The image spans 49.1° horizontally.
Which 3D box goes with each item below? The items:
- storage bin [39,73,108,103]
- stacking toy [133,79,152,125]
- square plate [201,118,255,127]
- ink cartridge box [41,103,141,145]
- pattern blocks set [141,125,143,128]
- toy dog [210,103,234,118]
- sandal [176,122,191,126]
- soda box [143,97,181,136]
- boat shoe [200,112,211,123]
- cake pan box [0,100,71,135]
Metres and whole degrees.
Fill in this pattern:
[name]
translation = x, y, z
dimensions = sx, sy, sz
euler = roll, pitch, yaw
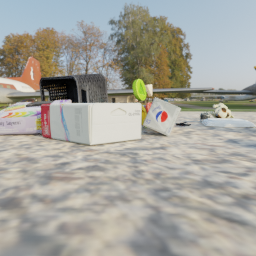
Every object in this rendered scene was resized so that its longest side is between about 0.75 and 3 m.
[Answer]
[storage bin]
translation = -2.183, -1.104, 11.120
dimensions = 1.353, 1.952, 2.887
euler = -14, 16, -42
[stacking toy]
translation = 0.434, -0.991, 11.821
dimensions = 0.879, 1.884, 2.081
euler = -10, -4, 27
[square plate]
translation = 4.330, -0.245, 12.291
dimensions = 2.001, 0.285, 1.982
euler = 1, 5, 9
[ink cartridge box]
translation = -1.025, -0.187, 7.534
dimensions = 1.706, 0.969, 2.341
euler = -5, 7, -43
[pattern blocks set]
translation = 0.278, -0.067, 11.197
dimensions = 1.123, 0.104, 1.277
euler = 1, 5, 14
[toy dog]
translation = 5.342, -0.798, 16.038
dimensions = 1.314, 0.946, 1.355
euler = 40, 20, 21
[sandal]
translation = 2.377, -0.189, 12.179
dimensions = 0.316, 0.178, 0.830
euler = -3, 6, -34
[soda box]
translation = 1.125, -0.431, 9.408
dimensions = 0.873, 0.939, 2.752
euler = 23, 7, 4
[boat shoe]
translation = 3.988, -0.577, 14.487
dimensions = 0.589, 0.545, 1.596
euler = 3, 6, 27
[cake pan box]
translation = -3.131, -0.400, 9.242
dimensions = 2.118, 0.602, 2.300
euler = 0, 18, 8
